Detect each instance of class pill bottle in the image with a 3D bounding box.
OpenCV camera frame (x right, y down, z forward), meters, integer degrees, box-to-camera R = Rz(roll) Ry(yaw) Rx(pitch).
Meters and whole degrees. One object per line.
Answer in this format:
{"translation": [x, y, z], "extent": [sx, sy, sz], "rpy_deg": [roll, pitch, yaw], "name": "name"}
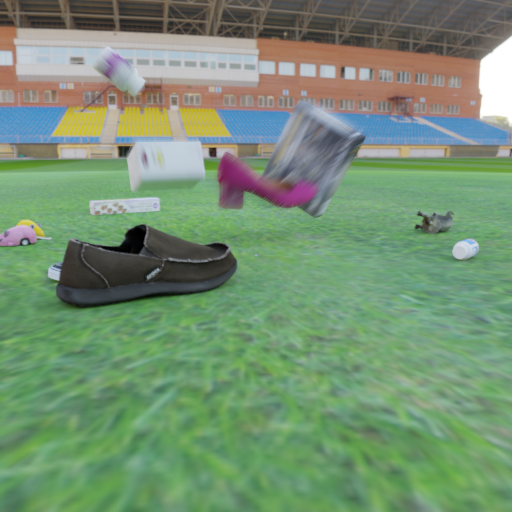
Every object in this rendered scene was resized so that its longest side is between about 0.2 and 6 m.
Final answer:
{"translation": [3.905, -0.111, 10.491], "extent": [0.347, 0.347, 0.618], "rpy_deg": [9, 13, 38], "name": "pill bottle"}
{"translation": [-2.599, -3.490, 10.688], "extent": [0.913, 0.513, 0.513], "rpy_deg": [37, 0, -18], "name": "pill bottle"}

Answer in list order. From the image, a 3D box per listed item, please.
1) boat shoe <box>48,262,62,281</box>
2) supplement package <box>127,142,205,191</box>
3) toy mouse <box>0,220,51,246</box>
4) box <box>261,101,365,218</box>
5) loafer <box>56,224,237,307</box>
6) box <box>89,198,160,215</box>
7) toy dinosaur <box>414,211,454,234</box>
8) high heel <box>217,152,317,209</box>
{"translation": [-2.432, 0.108, 8.812], "extent": [1.641, 0.556, 0.589], "rpy_deg": [0, 11, 0], "name": "boat shoe"}
{"translation": [-1.988, -1.954, 12.301], "extent": [1.419, 0.787, 1.105], "rpy_deg": [-6, -7, -23], "name": "supplement package"}
{"translation": [-5.503, -0.488, 12.251], "extent": [2.109, 0.408, 1.874], "rpy_deg": [8, 14, 35], "name": "toy mouse"}
{"translation": [1.274, -2.248, 13.162], "extent": [1.722, 2.174, 0.525], "rpy_deg": [35, 26, 18], "name": "box"}
{"translation": [-1.436, 0.034, 8.030], "extent": [2.792, 0.996, 1.019], "rpy_deg": [-9, 14, -39], "name": "loafer"}
{"translation": [-4.154, -1.579, 17.794], "extent": [2.178, 0.421, 0.451], "rpy_deg": [-7, 13, -31], "name": "box"}
{"translation": [4.468, -0.799, 13.847], "extent": [1.594, 0.613, 0.815], "rpy_deg": [1, 22, -36], "name": "toy dinosaur"}
{"translation": [0.328, -1.659, 11.997], "extent": [2.442, 1.174, 0.823], "rpy_deg": [-9, 29, -30], "name": "high heel"}
